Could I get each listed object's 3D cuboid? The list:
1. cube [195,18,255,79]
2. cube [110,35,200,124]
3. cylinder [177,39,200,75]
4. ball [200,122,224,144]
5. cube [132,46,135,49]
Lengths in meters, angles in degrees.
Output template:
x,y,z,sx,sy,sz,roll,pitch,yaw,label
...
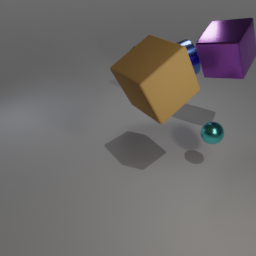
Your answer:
x,y,z,sx,sy,sz,roll,pitch,yaw,label
3.305,-2.624,9.336,1.400,1.400,1.400,12,54,39,cube
0.689,-1.234,7.030,1.400,1.400,1.400,-42,43,-8,cube
1.826,-2.484,10.735,1.400,1.400,1.400,-22,36,-3,cylinder
2.567,0.152,8.535,0.700,0.700,0.700,0,33,0,ball
0.457,-3.602,14.161,0.700,0.700,0.700,-2,63,-51,cube
